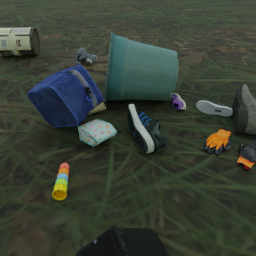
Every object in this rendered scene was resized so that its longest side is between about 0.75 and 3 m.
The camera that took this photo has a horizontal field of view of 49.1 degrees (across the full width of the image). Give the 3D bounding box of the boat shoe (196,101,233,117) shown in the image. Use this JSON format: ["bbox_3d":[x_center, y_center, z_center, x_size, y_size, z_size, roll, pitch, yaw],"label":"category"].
[{"bbox_3d":[3.556,-0.818,11.514,1.467,0.503,0.415,17,29,14],"label":"boat shoe"}]

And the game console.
[{"bbox_3d":[0.055,3.042,5.634,1.681,1.113,1.912,-37,38,0],"label":"game console"}]

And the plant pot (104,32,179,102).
[{"bbox_3d":[0.526,-2.397,12.080,2.849,2.909,2.909,7,32,-5],"label":"plant pot"}]

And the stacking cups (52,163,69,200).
[{"bbox_3d":[-1.893,1.451,7.963,0.389,0.389,1.285,-4,32,-6],"label":"stacking cups"}]

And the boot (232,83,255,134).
[{"bbox_3d":[5.128,-0.610,10.839,1.935,1.003,2.962,10,42,10],"label":"boot"}]

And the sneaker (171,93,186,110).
[{"bbox_3d":[2.061,-1.128,12.017,0.464,0.448,1.112,-15,36,-13],"label":"sneaker"}]

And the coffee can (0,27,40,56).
[{"bbox_3d":[-6.905,-5.417,17.573,2.321,1.699,1.699,-1,32,-2],"label":"coffee can"}]

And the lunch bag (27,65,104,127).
[{"bbox_3d":[-2.133,-1.194,10.097,2.532,1.720,1.675,-1,39,46],"label":"lunch bag"}]

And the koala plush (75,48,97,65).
[{"bbox_3d":[-2.419,-4.106,16.380,1.057,0.971,0.937,22,37,12],"label":"koala plush"}]

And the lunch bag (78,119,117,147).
[{"bbox_3d":[-1.045,0.190,9.706,0.931,0.667,1.093,-27,35,-37],"label":"lunch bag"}]

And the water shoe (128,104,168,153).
[{"bbox_3d":[0.648,-0.019,9.935,0.942,0.853,2.387,-9,43,-14],"label":"water shoe"}]

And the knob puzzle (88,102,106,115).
[{"bbox_3d":[-2.256,-1.057,11.868,2.368,0.328,2.368,1,46,-1],"label":"knob puzzle"}]

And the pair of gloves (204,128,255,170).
[{"bbox_3d":[3.584,0.624,9.426,1.833,0.227,1.633,24,39,31],"label":"pair of gloves"}]
